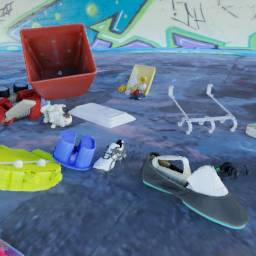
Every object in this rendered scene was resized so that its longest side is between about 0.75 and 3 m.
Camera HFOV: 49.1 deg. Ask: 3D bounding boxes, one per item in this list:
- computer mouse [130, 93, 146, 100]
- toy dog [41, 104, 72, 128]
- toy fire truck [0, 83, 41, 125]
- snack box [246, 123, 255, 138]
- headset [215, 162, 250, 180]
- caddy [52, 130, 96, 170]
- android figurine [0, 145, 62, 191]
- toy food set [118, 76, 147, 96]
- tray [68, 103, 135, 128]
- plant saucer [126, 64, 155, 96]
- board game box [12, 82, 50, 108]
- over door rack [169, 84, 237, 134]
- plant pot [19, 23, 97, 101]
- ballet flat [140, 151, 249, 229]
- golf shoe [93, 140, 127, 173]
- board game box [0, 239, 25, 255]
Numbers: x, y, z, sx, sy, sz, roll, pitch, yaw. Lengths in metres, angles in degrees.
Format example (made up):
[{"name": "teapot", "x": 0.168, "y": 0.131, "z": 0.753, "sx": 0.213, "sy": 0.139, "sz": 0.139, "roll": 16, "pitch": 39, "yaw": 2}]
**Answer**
[{"name": "computer mouse", "x": 0.624, "y": -1.808, "z": 15.749, "sx": 0.695, "sy": 0.265, "sz": 1.003, "roll": 15, "pitch": 25, "yaw": 37}, {"name": "toy dog", "x": -2.790, "y": -0.437, "z": 11.403, "sx": 1.138, "sy": 0.794, "sz": 1.103, "roll": 30, "pitch": 43, "yaw": 27}, {"name": "toy fire truck", "x": -4.523, "y": -0.898, "z": 11.581, "sx": 2.846, "sy": 1.831, "sz": 2.505, "roll": 27, "pitch": 31, "yaw": 30}, {"name": "snack box", "x": 5.179, "y": 0.179, "z": 10.180, "sx": 1.080, "sy": 0.433, "sz": 1.281, "roll": -8, "pitch": 21, "yaw": -23}, {"name": "headset", "x": 2.846, "y": 1.223, "z": 7.687, "sx": 0.976, "sy": 0.459, "sz": 0.603, "roll": -18, "pitch": 19, "yaw": -4}, {"name": "caddy", "x": -1.579, "y": 0.700, "z": 8.213, "sx": 1.141, "sy": 0.847, "sz": 1.614, "roll": 18, "pitch": 12, "yaw": -11}, {"name": "android figurine", "x": -2.947, "y": 0.939, "z": 7.169, "sx": 2.906, "sy": 0.597, "sz": 2.645, "roll": 13, "pitch": 4, "yaw": 37}, {"name": "toy food set", "x": 0.423, "y": -2.466, "z": 16.384, "sx": 1.833, "sy": 0.875, "sz": 0.825, "roll": -25, "pitch": 13, "yaw": 30}, {"name": "tray", "x": -1.244, "y": -0.670, "z": 12.626, "sx": 2.981, "sy": 0.331, "sz": 1.601, "roll": 19, "pitch": 26, "yaw": 40}, {"name": "plant saucer", "x": 0.838, "y": -2.853, "z": 16.893, "sx": 0.428, "sy": 1.767, "sz": 1.766, "roll": 18, "pitch": 3, "yaw": -45}, {"name": "board game box", "x": -4.742, "y": -1.604, "z": 13.785, "sx": 1.664, "sy": 1.265, "sz": 0.374, "roll": 1, "pitch": 21, "yaw": 0}, {"name": "over door rack", "x": 2.986, "y": -0.739, "z": 11.637, "sx": 2.021, "sy": 0.911, "sz": 2.736, "roll": -4, "pitch": 42, "yaw": -9}, {"name": "plant pot", "x": -2.927, "y": -2.562, "z": 12.024, "sx": 2.611, "sy": 2.301, "sz": 2.608, "roll": -11, "pitch": 67, "yaw": -14}, {"name": "ballet flat", "x": 1.395, "y": 1.254, "z": 6.478, "sx": 2.859, "sy": 0.978, "sz": 0.972, "roll": 19, "pitch": 21, "yaw": 40}, {"name": "golf shoe", "x": -0.563, "y": 0.797, "z": 8.201, "sx": 0.563, "sy": 0.684, "sz": 1.448, "roll": 11, "pitch": 25, "yaw": 25}, {"name": "board game box", "x": -2.371, "y": 2.366, "z": 4.353, "sx": 2.162, "sy": 0.421, "sz": 1.708, "roll": 13, "pitch": 24, "yaw": 32}]
